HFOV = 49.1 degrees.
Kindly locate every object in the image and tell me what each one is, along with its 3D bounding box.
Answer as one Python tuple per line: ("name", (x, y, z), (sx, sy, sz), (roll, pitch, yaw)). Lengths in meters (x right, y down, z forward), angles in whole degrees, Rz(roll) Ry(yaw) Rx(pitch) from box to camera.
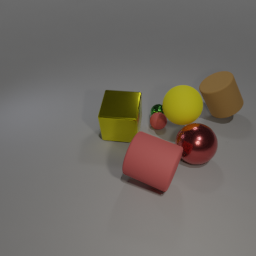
("cylinder", (3.836, -1.365, 11.514), (1.400, 1.400, 1.400), (-25, 32, 17))
("cylinder", (0.743, 0.979, 8.354), (1.400, 1.400, 1.400), (21, 38, 15))
("ball", (1.229, -0.285, 11.341), (0.700, 0.700, 0.700), (0, 33, 0))
("cube", (-0.244, -0.435, 10.582), (1.400, 1.400, 1.400), (5, 52, 7))
("ball", (1.298, -0.671, 11.901), (0.700, 0.700, 0.700), (0, 33, 0))
("ball", (2.296, 0.530, 9.442), (1.400, 1.400, 1.400), (0, 33, 0))
("ball", (1.910, -0.798, 9.833), (1.400, 1.400, 1.400), (0, 33, 0))
